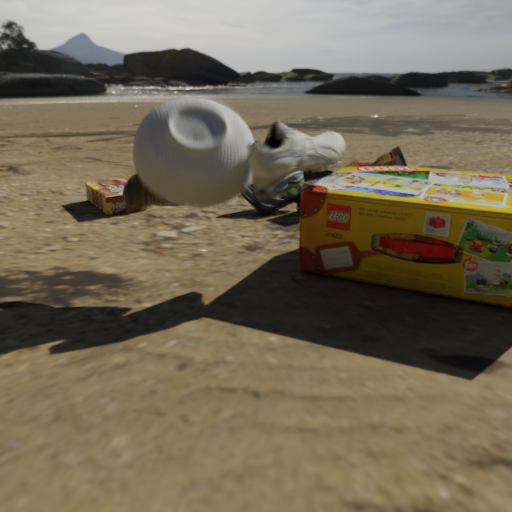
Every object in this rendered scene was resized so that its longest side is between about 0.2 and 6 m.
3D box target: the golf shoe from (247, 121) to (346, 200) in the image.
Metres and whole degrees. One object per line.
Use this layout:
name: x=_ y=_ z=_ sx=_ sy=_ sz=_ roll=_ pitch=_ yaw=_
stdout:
golf shoe: x=0.689 y=-1.771 z=9.112 sx=0.839 sy=1.041 sz=2.142 roll=-4 pitch=25 yaw=46

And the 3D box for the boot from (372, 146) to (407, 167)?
boot: x=3.326 y=-1.892 z=14.301 sx=1.244 sy=1.214 sz=3.297 roll=-21 pitch=15 yaw=17

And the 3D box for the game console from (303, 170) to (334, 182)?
game console: x=1.188 y=-1.760 z=14.780 sx=1.817 sy=1.057 sz=1.598 roll=9 pitch=52 yaw=25

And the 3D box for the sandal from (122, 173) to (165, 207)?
sandal: x=-1.313 y=-1.390 z=8.940 sx=1.960 sy=0.529 sz=0.787 roll=-16 pitch=53 yaw=17

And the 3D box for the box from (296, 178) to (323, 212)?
box: x=1.463 y=-1.359 z=12.926 sx=0.833 sy=0.684 sz=0.691 roll=-16 pitch=26 yaw=-37

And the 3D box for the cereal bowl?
cereal bowl: x=-0.953 y=-1.805 z=8.932 sx=1.996 sy=0.831 sz=1.996 roll=5 pitch=58 yaw=-8

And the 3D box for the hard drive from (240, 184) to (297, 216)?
hard drive: x=0.385 y=-1.453 z=13.064 sx=1.254 sy=0.237 sz=0.876 roll=-28 pitch=58 yaw=-30

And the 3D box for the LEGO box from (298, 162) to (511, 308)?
LEGO box: x=2.991 y=-0.527 z=9.513 sx=3.776 sy=1.457 sz=2.812 roll=10 pitch=22 yaw=25

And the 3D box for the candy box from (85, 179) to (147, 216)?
candy box: x=-3.383 y=-1.442 z=13.465 sx=0.996 sy=0.482 sz=1.708 roll=-12 pitch=22 yaw=-28
